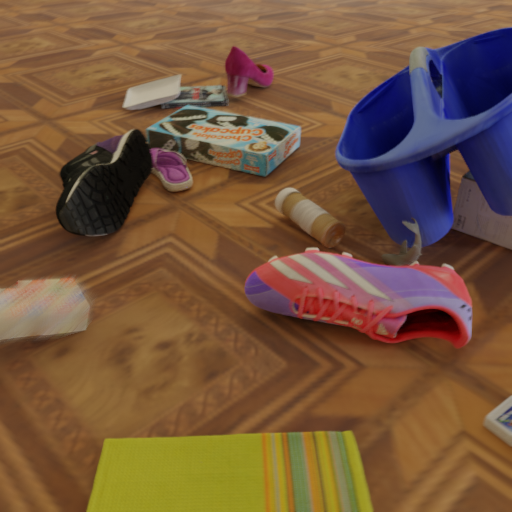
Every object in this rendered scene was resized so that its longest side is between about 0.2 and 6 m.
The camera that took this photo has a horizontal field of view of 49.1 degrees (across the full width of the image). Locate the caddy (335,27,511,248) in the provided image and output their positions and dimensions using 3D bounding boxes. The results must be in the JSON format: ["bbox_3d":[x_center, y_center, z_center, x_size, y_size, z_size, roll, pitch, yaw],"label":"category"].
[{"bbox_3d":[3.235,-2.374,9.723,3.398,2.523,4.807,-20,25,28],"label":"caddy"}]

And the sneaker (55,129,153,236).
[{"bbox_3d":[-3.157,-1.286,10.687,1.437,1.243,3.281,-8,29,16],"label":"sneaker"}]

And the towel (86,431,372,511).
[{"bbox_3d":[-0.282,2.419,5.954,2.868,0.259,1.234,-2,30,-1],"label":"towel"}]

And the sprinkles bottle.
[{"bbox_3d":[0.941,-0.704,9.999,0.511,0.511,1.498,-19,39,-25],"label":"sprinkles bottle"}]

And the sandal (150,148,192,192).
[{"bbox_3d":[-1.875,-2.007,11.997,0.829,0.501,2.038,-18,39,-24],"label":"sandal"}]

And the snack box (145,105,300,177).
[{"bbox_3d":[-0.750,-2.725,12.958,3.108,0.577,1.806,16,38,22],"label":"snack box"}]

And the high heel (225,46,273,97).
[{"bbox_3d":[-0.140,-5.582,16.263,0.939,1.338,2.789,21,35,21],"label":"high heel"}]

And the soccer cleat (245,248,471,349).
[{"bbox_3d":[1.401,0.645,7.833,3.168,1.057,1.211,3,43,2],"label":"soccer cleat"}]

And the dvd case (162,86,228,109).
[{"bbox_3d":[-1.739,-4.499,15.831,1.802,0.198,1.316,-3,35,-5],"label":"dvd case"}]

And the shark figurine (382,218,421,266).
[{"bbox_3d":[2.324,-0.016,8.800,0.488,1.169,0.698,-23,64,-26],"label":"shark figurine"}]

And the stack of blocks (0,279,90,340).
[{"bbox_3d":[-3.157,0.722,7.820,1.400,0.410,0.806,-2,30,-37],"label":"stack of blocks"}]

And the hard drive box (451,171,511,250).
[{"bbox_3d":[4.235,-0.797,9.773,1.384,1.078,0.531,27,43,32],"label":"hard drive box"}]

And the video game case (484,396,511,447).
[{"bbox_3d":[3.912,2.174,6.306,1.497,0.188,2.091,-24,41,-29],"label":"video game case"}]

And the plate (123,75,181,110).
[{"bbox_3d":[-2.834,-4.480,15.529,1.578,0.256,1.582,-13,36,3],"label":"plate"}]
